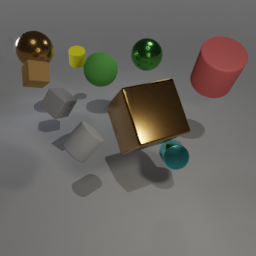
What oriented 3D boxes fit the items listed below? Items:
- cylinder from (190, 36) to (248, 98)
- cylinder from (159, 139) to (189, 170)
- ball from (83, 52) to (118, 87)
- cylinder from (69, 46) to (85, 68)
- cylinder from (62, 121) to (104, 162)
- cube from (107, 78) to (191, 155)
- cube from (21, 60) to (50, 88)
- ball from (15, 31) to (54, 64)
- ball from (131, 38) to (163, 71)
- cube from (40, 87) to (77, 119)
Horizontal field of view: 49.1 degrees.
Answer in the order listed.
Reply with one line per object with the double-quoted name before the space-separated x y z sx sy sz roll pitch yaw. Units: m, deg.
"cylinder" 2.817 -1.891 8.852 1.400 1.400 1.400 1 62 -2
"cylinder" 1.261 0.727 7.731 0.700 0.700 0.700 -2 11 -3
"ball" -1.120 -2.398 11.487 1.400 1.400 1.400 0 31 0
"cylinder" -2.228 -3.113 12.281 0.700 0.700 0.700 4 53 -5
"cylinder" -1.042 0.315 6.517 0.700 0.700 0.700 -47 38 4
"cube" 0.452 -0.252 7.051 1.400 1.400 1.400 -15 -8 -22
"cube" -3.082 -1.786 9.349 0.700 0.700 0.700 -1 -10 -37
"ball" -3.560 -2.988 10.725 1.400 1.400 1.400 0 31 0
"ball" 0.829 -3.238 12.377 1.400 1.400 1.400 0 31 0
"cube" -2.185 -0.797 8.879 0.700 0.700 0.700 41 23 12
